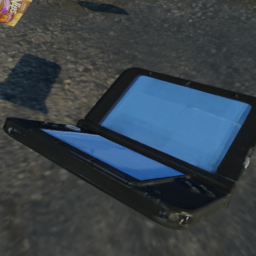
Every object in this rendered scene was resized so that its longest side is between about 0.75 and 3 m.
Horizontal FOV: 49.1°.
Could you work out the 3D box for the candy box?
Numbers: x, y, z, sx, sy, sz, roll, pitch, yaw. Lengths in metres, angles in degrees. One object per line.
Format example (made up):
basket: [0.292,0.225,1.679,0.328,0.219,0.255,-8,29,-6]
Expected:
candy box: [-3.479,-3.607,8.274,0.740,1.269,0.358,2,69,-47]

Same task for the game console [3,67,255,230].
game console: [0.223,-0.174,4.185,2.998,1.745,2.636,21,6,33]
